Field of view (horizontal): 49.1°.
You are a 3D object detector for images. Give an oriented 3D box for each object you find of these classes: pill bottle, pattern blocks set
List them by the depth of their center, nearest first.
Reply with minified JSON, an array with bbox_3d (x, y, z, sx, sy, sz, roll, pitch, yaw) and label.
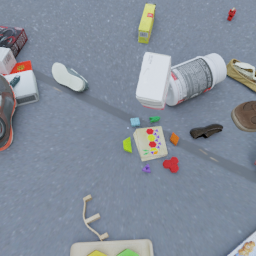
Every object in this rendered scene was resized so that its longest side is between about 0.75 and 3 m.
[{"bbox_3d":[0.839,0.560,10.169,2.040,0.188,2.321,1,57,0],"label":"pattern blocks set"},{"bbox_3d":[2.517,-1.965,11.077,2.508,1.428,1.428,-23,60,-15],"label":"pill bottle"}]

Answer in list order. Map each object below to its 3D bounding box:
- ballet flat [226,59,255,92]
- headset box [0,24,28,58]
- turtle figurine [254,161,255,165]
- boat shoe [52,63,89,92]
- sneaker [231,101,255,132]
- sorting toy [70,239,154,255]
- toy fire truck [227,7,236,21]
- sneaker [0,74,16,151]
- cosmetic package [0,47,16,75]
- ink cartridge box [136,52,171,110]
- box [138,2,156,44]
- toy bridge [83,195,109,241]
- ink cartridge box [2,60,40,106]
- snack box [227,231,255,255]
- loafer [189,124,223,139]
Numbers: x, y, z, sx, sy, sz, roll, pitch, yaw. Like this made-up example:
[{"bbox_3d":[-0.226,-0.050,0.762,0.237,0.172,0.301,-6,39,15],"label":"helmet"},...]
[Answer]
[{"bbox_3d":[5.198,-2.052,11.513,2.541,0.801,0.872,31,62,19],"label":"ballet flat"},{"bbox_3d":[-5.579,-3.971,12.832,1.345,0.679,1.809,12,58,8],"label":"headset box"},{"bbox_3d":[5.383,0.745,9.322,1.493,2.074,2.011,32,51,-20],"label":"turtle figurine"},{"bbox_3d":[-2.439,-2.118,11.795,2.023,0.737,0.625,35,20,28],"label":"boat shoe"},{"bbox_3d":[3.115,-0.476,6.093,2.031,0.767,0.715,-13,65,-30],"label":"sneaker"},{"bbox_3d":[-0.432,4.234,7.622,2.409,0.439,2.230,-3,57,-2],"label":"sorting toy"},{"bbox_3d":[5.214,-5.763,14.011,0.233,0.674,0.956,27,61,15],"label":"toy fire truck"},{"bbox_3d":[-4.664,-0.723,9.944,1.137,1.209,2.952,-10,78,-8],"label":"sneaker"},{"bbox_3d":[-5.502,-2.896,11.965,0.977,0.806,0.805,11,57,8],"label":"cosmetic package"},{"bbox_3d":[0.669,-1.086,6.897,0.616,1.488,1.090,12,89,9],"label":"ink cartridge box"},{"bbox_3d":[0.923,-5.082,13.505,0.531,0.798,2.120,11,57,7],"label":"box"},{"bbox_3d":[-1.099,2.831,8.684,0.498,0.202,1.483,-24,60,-11],"label":"toy bridge"},{"bbox_3d":[-5.282,-1.838,11.493,2.858,0.622,2.481,-16,60,-10],"label":"ink cartridge box"},{"bbox_3d":[3.467,3.794,7.977,2.651,0.322,0.953,-30,62,-18],"label":"snack box"},{"bbox_3d":[2.911,0.186,10.308,1.235,0.451,0.441,-12,61,4],"label":"loafer"}]
